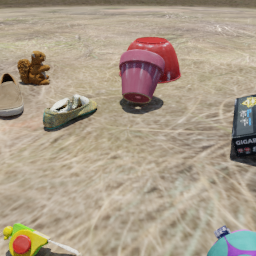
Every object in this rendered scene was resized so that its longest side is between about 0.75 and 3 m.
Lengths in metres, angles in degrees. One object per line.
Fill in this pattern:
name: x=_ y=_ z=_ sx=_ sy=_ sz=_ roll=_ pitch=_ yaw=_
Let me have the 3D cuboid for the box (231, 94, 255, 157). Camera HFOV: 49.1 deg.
box: x=3.963 y=-0.281 z=7.422 sx=2.163 sy=0.626 sz=2.721 roll=-11 pitch=21 yaw=28

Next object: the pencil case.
pencil case: x=1.734 y=2.183 z=3.264 sx=0.884 sy=0.960 sz=2.077 roll=38 pitch=14 yaw=-29

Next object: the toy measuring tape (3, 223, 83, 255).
toy measuring tape: x=-1.393 y=1.927 z=4.398 sx=1.323 sy=0.487 sz=0.487 roll=23 pitch=32 yaw=4

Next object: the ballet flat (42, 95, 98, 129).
ballet flat: x=-1.748 y=-0.656 z=8.780 sx=0.761 sy=0.761 sz=2.154 roll=20 pitch=34 yaw=33

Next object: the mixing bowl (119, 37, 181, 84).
mixing bowl: x=1.034 y=-3.189 z=12.612 sx=2.879 sy=1.559 sz=2.879 roll=1 pitch=29 yaw=0

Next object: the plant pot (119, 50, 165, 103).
plant pot: x=0.398 y=-1.677 z=9.606 sx=1.582 sy=1.416 sz=1.582 roll=9 pitch=-14 yaw=2

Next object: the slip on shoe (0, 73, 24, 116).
slip on shoe: x=-4.136 y=-1.200 z=9.696 sx=0.980 sy=0.781 sz=2.579 roll=-8 pitch=29 yaw=-14

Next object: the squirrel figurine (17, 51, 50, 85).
squirrel figurine: x=-3.949 y=-2.546 z=11.659 sx=1.382 sy=1.290 sz=0.978 roll=-4 pitch=29 yaw=-7
